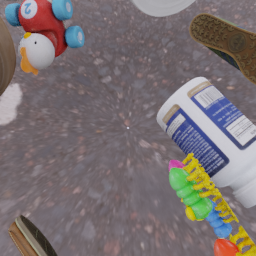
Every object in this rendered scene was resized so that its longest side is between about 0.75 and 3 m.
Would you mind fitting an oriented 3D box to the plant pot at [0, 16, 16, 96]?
[{"bbox_3d":[-3.289,-1.083,4.324,2.703,2.703,1.248,3,48,2],"label":"plant pot"}]

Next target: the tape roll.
[{"bbox_3d":[0.640,-4.140,6.149,2.687,2.687,1.845,-25,58,-15],"label":"tape roll"}]

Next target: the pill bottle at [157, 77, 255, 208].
[{"bbox_3d":[1.422,0.216,4.316,1.057,1.057,1.906,-34,72,-19],"label":"pill bottle"}]

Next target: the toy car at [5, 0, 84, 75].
[{"bbox_3d":[-1.680,-1.619,5.172,1.250,1.200,1.357,-1,49,17],"label":"toy car"}]

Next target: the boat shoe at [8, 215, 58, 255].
[{"bbox_3d":[-0.746,1.306,2.433,0.385,0.407,1.133,-33,99,-13],"label":"boat shoe"}]

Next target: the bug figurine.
[{"bbox_3d":[0.788,0.827,2.716,0.404,1.569,1.217,-34,86,8],"label":"bug figurine"}]

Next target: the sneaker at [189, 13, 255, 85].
[{"bbox_3d":[2.447,-1.596,5.781,2.386,0.800,1.071,41,30,20],"label":"sneaker"}]
